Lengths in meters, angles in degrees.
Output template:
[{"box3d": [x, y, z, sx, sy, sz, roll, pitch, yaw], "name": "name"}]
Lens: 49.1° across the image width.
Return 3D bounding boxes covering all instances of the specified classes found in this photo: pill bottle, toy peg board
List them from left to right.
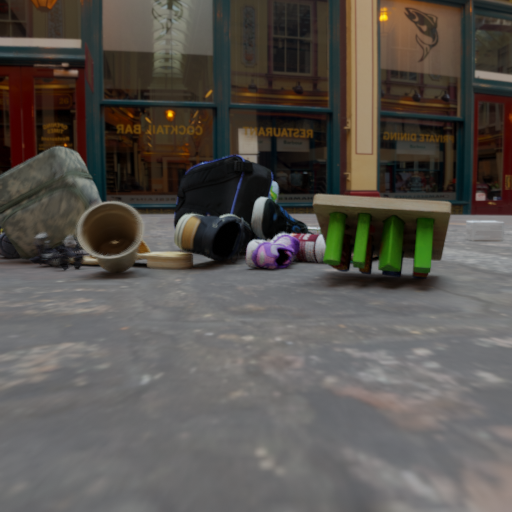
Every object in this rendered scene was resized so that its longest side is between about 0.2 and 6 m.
[{"box3d": [1.058, -0.140, 10.551, 0.936, 0.534, 0.534, 3, 7, 32], "name": "pill bottle"}, {"box3d": [1.746, -0.054, 7.967, 1.775, 0.868, 1.767, 6, -20, 16], "name": "toy peg board"}]

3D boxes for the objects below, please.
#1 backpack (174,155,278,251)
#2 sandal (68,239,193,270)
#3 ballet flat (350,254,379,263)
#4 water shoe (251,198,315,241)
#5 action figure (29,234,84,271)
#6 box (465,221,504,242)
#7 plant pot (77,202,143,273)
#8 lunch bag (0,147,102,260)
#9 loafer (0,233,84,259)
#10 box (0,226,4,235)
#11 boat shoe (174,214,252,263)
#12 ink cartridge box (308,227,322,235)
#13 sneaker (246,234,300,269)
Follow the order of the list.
[{"box3d": [-0.710, -1.053, 12.666, 2.262, 2.070, 1.662, 3, -13, 46], "name": "backpack"}, {"box3d": [-2.254, -0.249, 10.010, 2.479, 0.815, 0.909, 3, 7, 21], "name": "sandal"}, {"box3d": [2.236, -0.240, 11.055, 0.640, 0.632, 1.879, 8, 8, 23], "name": "ballet flat"}, {"box3d": [0.635, -0.636, 11.695, 0.903, 0.818, 2.288, 6, -10, 23], "name": "water shoe"}, {"box3d": [-3.449, -0.084, 9.701, 0.710, 0.610, 1.195, -5, 11, -44], "name": "action figure"}, {"box3d": [6.713, -0.734, 16.485, 0.878, 0.574, 0.873, 1, 6, 7], "name": "box"}, {"box3d": [-2.229, -0.203, 8.770, 0.976, 0.976, 0.893, -1, -26, -7], "name": "plant pot"}, {"box3d": [-3.881, -0.961, 10.529, 1.887, 1.583, 1.315, -27, 4, 3], "name": "lunch bag"}, {"box3d": [-4.383, -0.378, 11.862, 2.196, 0.789, 0.692, -12, 0, -38], "name": "loafer"}, {"box3d": [-5.296, -0.687, 14.822, 2.650, 0.807, 3.288, 3, 6, 13], "name": "box"}, {"box3d": [-0.585, -0.310, 10.329, 0.768, 0.921, 2.468, 17, 5, 22], "name": "boat shoe"}, {"box3d": [1.944, -0.697, 17.337, 1.114, 0.330, 0.578, 4, 7, 38], "name": "ink cartridge box"}, {"box3d": [0.437, -0.031, 9.765, 0.622, 0.566, 1.408, 11, 15, 33], "name": "sneaker"}]
